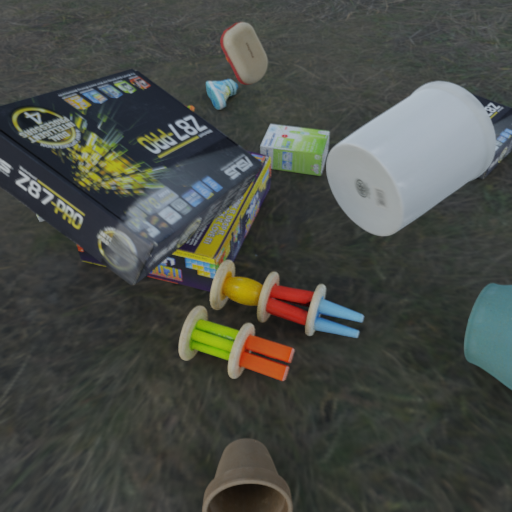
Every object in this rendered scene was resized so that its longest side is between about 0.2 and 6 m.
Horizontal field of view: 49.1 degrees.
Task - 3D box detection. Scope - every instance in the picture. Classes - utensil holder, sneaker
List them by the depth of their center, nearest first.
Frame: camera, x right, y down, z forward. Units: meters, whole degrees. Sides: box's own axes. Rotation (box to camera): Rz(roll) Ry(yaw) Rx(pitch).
[{"bbox_3d":[2.376,-1.508,8.823,2.048,1.741,1.741,-33,52,-20],"label":"utensil holder"},{"bbox_3d":[-0.887,-4.727,16.215,0.896,0.546,1.373,-13,45,-12],"label":"sneaker"}]

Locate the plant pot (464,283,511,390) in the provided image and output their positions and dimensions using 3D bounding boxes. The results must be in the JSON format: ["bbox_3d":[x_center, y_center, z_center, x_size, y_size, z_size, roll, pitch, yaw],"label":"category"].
[{"bbox_3d":[4.463,1.339,8.791,1.947,2.072,2.072,16,43,38],"label":"plant pot"}]

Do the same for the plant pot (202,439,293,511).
[{"bbox_3d":[-0.136,3.072,7.577,1.157,1.157,1.009,-3,25,-3],"label":"plant pot"}]

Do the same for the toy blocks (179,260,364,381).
[{"bbox_3d":[0.342,1.232,9.505,2.653,0.963,2.211,15,44,15],"label":"toy blocks"}]

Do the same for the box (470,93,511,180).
[{"bbox_3d":[5.493,-3.220,14.487,2.258,0.688,2.801,33,52,27],"label":"box"}]

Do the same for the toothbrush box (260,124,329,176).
[{"bbox_3d":[0.965,-2.638,13.882,1.535,0.661,1.117,9,43,12],"label":"toothbrush box"}]

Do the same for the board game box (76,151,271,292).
[{"bbox_3d":[-1.602,-1.063,11.937,2.997,1.028,3.626,14,45,12],"label":"board game box"}]

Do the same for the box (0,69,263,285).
[{"bbox_3d":[-2.013,-1.539,9.154,3.135,0.955,3.889,38,35,4],"label":"box"}]

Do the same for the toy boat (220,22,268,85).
[{"bbox_3d":[-0.348,-4.336,12.120,0.830,1.272,0.832,-42,31,-21],"label":"toy boat"}]

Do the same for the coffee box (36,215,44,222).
[{"bbox_3d":[-4.585,-1.542,12.457,0.997,0.987,0.998,-22,47,-22],"label":"coffee box"}]

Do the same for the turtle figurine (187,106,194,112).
[{"bbox_3d":[-2.157,-3.847,15.280,1.297,0.518,1.609,-24,48,-24],"label":"turtle figurine"}]
